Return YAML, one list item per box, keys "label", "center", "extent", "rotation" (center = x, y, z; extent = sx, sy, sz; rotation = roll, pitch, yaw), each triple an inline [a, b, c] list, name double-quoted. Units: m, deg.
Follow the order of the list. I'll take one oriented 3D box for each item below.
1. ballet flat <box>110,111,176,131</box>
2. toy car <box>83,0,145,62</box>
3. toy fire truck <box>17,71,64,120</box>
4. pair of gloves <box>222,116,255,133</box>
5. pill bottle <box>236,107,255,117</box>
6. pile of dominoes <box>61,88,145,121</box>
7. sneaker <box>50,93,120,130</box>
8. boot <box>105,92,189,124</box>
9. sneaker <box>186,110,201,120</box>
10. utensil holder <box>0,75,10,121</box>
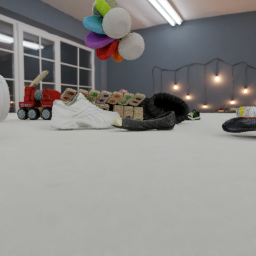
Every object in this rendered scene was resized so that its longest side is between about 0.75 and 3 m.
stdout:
- label: "ballet flat"
  center: [0.343, -0.158, 6.193]
  extent: [1.524, 0.433, 0.506]
  rotation: [-1, 4, -20]
- label: "toy car"
  center: [-0.574, -2.855, 8.541]
  extent: [1.508, 1.760, 2.012]
  rotation: [-35, -43, 7]
- label: "toy fire truck"
  center: [-3.918, -1.560, 12.962]
  extent: [2.051, 2.330, 1.499]
  rotation: [1, 5, 21]
- label: "pair of gloves"
  center: [3.347, -0.021, 4.869]
  extent: [2.666, 0.370, 2.992]
  rotation: [2, 1, 45]
- label: "pill bottle"
  center: [5.235, -0.620, 12.021]
  extent: [0.586, 0.586, 1.047]
  rotation: [-2, 4, -28]
- label: "pile of dominoes"
  center: [-0.700, -0.398, 7.328]
  extent: [2.180, 0.347, 1.699]
  rotation: [4, -25, -5]
- label: "sneaker"
  center: [-0.960, -0.403, 6.649]
  extent: [1.732, 0.860, 0.675]
  rotation: [-2, 4, -29]
- label: "boot"
  center: [0.540, -0.678, 9.545]
  extent: [2.711, 1.020, 2.027]
  rotation: [0, 4, -5]
- label: "sneaker"
  center: [2.796, -0.574, 12.242]
  extent: [0.406, 0.469, 1.132]
  rotation: [3, 5, 42]
- label: "utensil holder"
  center: [-5.587, -1.032, 9.922]
  extent: [1.773, 1.773, 2.086]
  rotation: [4, 8, 44]
